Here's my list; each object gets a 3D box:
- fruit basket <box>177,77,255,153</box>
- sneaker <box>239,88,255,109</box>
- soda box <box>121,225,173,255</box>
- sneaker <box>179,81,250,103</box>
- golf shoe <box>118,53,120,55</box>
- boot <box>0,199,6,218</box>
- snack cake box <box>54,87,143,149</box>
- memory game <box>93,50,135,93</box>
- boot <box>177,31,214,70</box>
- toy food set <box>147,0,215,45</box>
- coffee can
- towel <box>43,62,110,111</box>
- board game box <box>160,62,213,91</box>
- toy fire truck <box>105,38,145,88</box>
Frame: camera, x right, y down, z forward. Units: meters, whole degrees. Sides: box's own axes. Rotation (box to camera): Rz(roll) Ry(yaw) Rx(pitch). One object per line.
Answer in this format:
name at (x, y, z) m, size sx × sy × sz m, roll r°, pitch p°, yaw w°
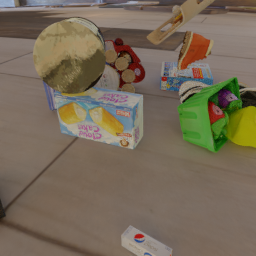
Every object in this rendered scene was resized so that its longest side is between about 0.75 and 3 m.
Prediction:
fruit basket at (3.272, -0.371, 8.840) m, size 2.796 × 2.017 × 2.796 m, roll -13°, pitch 18°, yaw 4°
sneaker at (4.887, -0.566, 9.720) m, size 2.909 × 1.168 × 1.256 m, roll 13°, pitch 33°, yaw 23°
soda box at (0.355, 2.327, 5.452) m, size 0.996 × 0.339 × 0.317 m, roll 20°, pitch 35°, yaw 31°
sneaker at (3.423, -1.164, 11.112) m, size 2.777 × 1.050 × 1.217 m, roll 1°, pitch 41°, yaw 14°
golf shoe at (-0.834, -3.311, 14.914) m, size 2.809 × 1.084 × 1.237 m, roll -4°, pitch 53°, yaw -7°
boot at (-3.642, 1.628, 6.415) m, size 1.179 × 0.625 × 1.790 m, roll -20°, pitch 33°, yaw -28°
snack cake box at (-0.904, -0.414, 9.004) m, size 2.703 × 1.554 × 0.908 m, roll 11°, pitch 35°, yaw 20°
memory game at (-1.009, -1.747, 10.771) m, size 2.667 × 2.667 × 0.170 m, roll 0°, pitch -7°, yaw 1°
boot at (2.407, -2.653, 10.239) m, size 1.094 × 2.040 × 0.766 m, roll 12°, pitch 74°, yaw 1°
toy food set at (1.455, -3.159, 7.664) m, size 1.456 × 0.613 × 2.029 m, roll -40°, pitch 9°, yaw -17°
coffee can at (-1.460, -2.062, 7.594) m, size 1.702 × 1.702 × 2.325 m, roll -2°, pitch 24°, yaw -4°
towel at (-1.987, -1.956, 11.010) m, size 2.769 × 2.005 × 0.330 m, roll -17°, pitch -10°, yaw 0°
board game box at (2.769, -2.515, 13.576) m, size 2.335 × 0.666 × 2.385 m, roll 5°, pitch 30°, yaw 8°
toy fire truck at (-0.548, -2.805, 12.183) m, size 2.588 × 2.173 × 1.451 m, roll -19°, pitch 5°, yaw -30°
